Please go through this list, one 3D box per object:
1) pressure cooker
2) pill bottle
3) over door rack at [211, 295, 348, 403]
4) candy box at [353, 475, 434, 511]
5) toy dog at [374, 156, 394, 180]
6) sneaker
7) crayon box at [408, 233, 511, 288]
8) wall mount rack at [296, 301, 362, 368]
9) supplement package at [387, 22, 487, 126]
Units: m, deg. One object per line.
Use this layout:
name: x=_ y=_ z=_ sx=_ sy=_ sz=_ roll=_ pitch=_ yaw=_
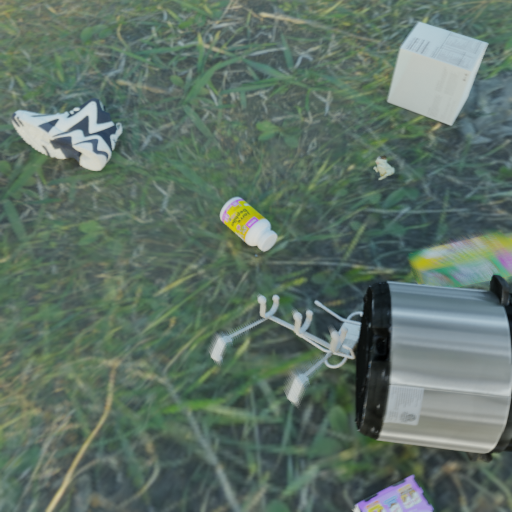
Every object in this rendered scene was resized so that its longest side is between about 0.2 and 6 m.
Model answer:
pressure cooker: x=3.059 y=1.766 z=8.715 sx=2.893 sy=2.544 sz=2.584 roll=5 pitch=60 yaw=7
pill bottle: x=-0.139 y=-0.628 z=11.466 sx=0.627 sy=0.627 sz=1.203 roll=-38 pitch=63 yaw=-22
over door rack: x=0.511 y=1.375 z=9.450 sx=1.576 sy=0.710 sz=2.133 roll=24 pitch=27 yaw=21
candy box: x=2.212 y=4.124 z=8.388 sx=1.028 sy=0.438 sz=1.225 roll=-20 pitch=58 yaw=-13
toy dog: x=2.789 y=-1.959 z=12.213 sx=0.448 sy=0.322 sz=0.462 roll=-25 pitch=87 yaw=-15
sneaker: x=-4.214 y=-3.047 z=12.902 sx=2.409 sy=0.961 sz=1.568 roll=19 pitch=57 yaw=12
crayon box: x=3.737 y=0.111 z=10.100 sx=1.743 sy=1.504 sz=0.508 roll=-14 pitch=97 yaw=12
wall mount rack: x=1.443 y=1.361 z=10.240 sx=1.136 sy=0.488 sz=1.308 roll=9 pitch=50 yaw=39
supplement package: x=4.276 y=-4.343 z=13.365 sx=1.684 sy=1.610 sz=1.238 roll=26 pitch=60 yaw=16
